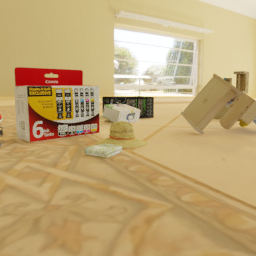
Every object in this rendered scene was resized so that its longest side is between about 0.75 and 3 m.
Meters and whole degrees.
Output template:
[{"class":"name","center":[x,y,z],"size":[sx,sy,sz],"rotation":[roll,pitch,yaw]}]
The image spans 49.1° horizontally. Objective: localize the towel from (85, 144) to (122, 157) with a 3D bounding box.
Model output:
[{"class":"towel","center":[-0.590,0.541,6.930],"size":[0.661,0.186,0.773],"rotation":[4,9,28]}]

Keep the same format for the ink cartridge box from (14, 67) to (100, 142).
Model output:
[{"class":"ink cartridge box","center":[-2.273,-0.849,9.227],"size":[2.566,2.253,1.076],"rotation":[-8,12,-41]}]

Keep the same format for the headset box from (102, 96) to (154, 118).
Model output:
[{"class":"headset box","center":[0.040,-1.152,15.160],"size":[2.427,1.126,2.113],"rotation":[-3,9,-19]}]

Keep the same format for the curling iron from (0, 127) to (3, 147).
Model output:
[{"class":"curling iron","center":[-4.101,0.224,8.580],"size":[0.634,0.327,2.556],"rotation":[-4,9,-28]}]

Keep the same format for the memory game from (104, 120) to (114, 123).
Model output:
[{"class":"memory game","center":[-0.549,-0.341,13.265],"size":[1.167,0.074,1.167],"rotation":[-1,8,0]}]

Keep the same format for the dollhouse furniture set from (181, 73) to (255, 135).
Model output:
[{"class":"dollhouse furniture set","center":[3.835,-0.104,9.907],"size":[2.862,1.868,2.702],"rotation":[30,18,-27]}]

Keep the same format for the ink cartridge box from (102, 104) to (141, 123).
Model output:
[{"class":"ink cartridge box","center":[-0.286,-0.672,12.869],"size":[1.039,0.626,1.430],"rotation":[25,19,39]}]

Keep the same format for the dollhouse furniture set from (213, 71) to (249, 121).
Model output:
[{"class":"dollhouse furniture set","center":[5.234,-1.646,14.285],"size":[1.656,2.349,1.646],"rotation":[7,11,38]}]

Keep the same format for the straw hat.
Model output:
[{"class":"straw hat","center":[-0.172,0.136,8.128],"size":[1.517,0.642,1.517],"rotation":[0,9,0]}]

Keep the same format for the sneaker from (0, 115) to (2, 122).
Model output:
[{"class":"sneaker","center":[-6.108,-0.492,11.584],"size":[0.780,0.860,2.026],"rotation":[4,9,27]}]
